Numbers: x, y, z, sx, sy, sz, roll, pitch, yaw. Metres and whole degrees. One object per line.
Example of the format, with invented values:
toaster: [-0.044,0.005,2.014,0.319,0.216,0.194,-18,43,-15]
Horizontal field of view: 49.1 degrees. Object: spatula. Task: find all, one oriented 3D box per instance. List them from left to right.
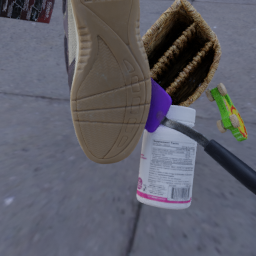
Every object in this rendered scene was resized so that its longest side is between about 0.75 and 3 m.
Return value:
spatula: [0.790,0.108,3.337,2.170,0.613,0.223,37,36,12]

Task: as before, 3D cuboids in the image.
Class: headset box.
headset box: [-2.105,-2.379,5.160,0.987,0.512,1.327,31,24,17]

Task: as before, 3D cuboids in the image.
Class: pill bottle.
pill bottle: [0.541,0.368,3.786,0.731,1.289,0.731,7,-3,0]

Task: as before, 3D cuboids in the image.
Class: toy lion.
toy lion: [1.987,-0.259,5.433,1.010,0.362,1.054,11,58,-51]

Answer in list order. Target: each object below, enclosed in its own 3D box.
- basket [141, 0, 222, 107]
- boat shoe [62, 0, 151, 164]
basket: [0.779,-0.990,4.861,1.257,1.312,1.761,44,92,11]
boat shoe: [-0.299,-0.865,3.346,0.940,2.615,0.847,-9,21,-11]
